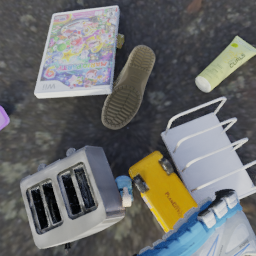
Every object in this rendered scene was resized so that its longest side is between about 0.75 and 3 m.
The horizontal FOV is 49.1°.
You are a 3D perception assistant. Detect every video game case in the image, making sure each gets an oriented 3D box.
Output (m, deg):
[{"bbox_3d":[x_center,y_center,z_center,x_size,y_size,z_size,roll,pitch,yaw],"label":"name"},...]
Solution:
[{"bbox_3d":[-1.264,-2.038,7.312,1.947,0.245,2.718,-2,64,12],"label":"video game case"}]

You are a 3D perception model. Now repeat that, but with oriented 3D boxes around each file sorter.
[{"bbox_3d":[1.895,0.631,6.208,1.476,1.324,2.127,-21,73,-7],"label":"file sorter"}]

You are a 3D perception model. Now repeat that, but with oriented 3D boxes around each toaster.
[{"bbox_3d":[-1.115,1.474,5.799,1.696,1.113,1.876,-27,71,14],"label":"toaster"}]

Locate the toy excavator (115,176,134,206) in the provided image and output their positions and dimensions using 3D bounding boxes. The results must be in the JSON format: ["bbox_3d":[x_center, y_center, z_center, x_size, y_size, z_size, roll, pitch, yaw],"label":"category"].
[{"bbox_3d":[-0.084,1.369,6.067,0.461,0.924,0.898,-1,54,-4],"label":"toy excavator"}]

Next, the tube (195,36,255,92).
[{"bbox_3d":[2.612,-1.735,7.469,1.977,0.513,0.574,-40,114,-17],"label":"tube"}]

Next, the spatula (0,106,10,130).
[{"bbox_3d":[-4.081,0.274,6.891,2.451,0.252,0.693,-33,73,-10],"label":"spatula"}]

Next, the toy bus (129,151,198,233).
[{"bbox_3d":[1.029,1.785,5.970,0.838,1.008,2.575,-33,74,-9],"label":"toy bus"}]

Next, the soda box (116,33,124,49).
[{"bbox_3d":[-0.552,-2.535,7.814,0.867,0.294,0.278,20,73,7],"label":"soda box"}]

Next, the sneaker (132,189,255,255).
[{"bbox_3d":[0.673,1.951,3.550,2.673,1.002,1.158,-31,80,-14],"label":"sneaker"}]

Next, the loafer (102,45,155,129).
[{"bbox_3d":[0.022,-0.978,7.072,0.834,0.752,2.203,28,90,-7],"label":"loafer"}]
